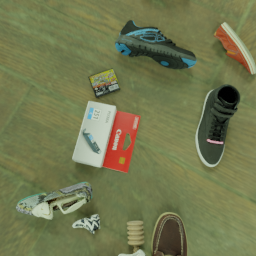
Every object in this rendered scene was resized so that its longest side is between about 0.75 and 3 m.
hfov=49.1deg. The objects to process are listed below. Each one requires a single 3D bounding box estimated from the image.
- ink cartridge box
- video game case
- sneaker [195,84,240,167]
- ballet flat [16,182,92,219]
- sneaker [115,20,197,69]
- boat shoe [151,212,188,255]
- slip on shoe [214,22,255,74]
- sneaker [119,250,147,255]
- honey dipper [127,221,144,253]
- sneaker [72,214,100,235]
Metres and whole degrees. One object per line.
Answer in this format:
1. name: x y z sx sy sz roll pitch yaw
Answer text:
1. ink cartridge box: -0.608 0.256 8.432 1.657 0.420 1.880 12 76 4
2. video game case: -0.758 -1.449 9.031 0.841 0.107 0.760 -20 77 -4
3. sneaker: 2.591 -0.151 8.115 0.878 1.231 2.482 11 77 1
4. ballet flat: -1.920 2.014 7.448 2.048 0.737 0.737 -15 76 -11
5. sneaker: 0.959 -2.685 8.904 2.649 0.970 1.085 19 76 5
6. boat shoe: 1.082 3.669 7.208 1.024 1.022 2.838 10 76 0
7. slip on shoe: 3.500 -2.507 9.095 0.586 0.709 1.915 -38 86 33
8. sneaker: -0.271 3.724 7.263 1.731 0.766 0.641 -20 112 -4
9. honey dipper: 0.252 3.818 7.550 0.472 0.472 2.486 -2 81 -1
10. sneaker: -1.132 2.780 7.827 0.776 0.310 0.505 -15 67 -14
